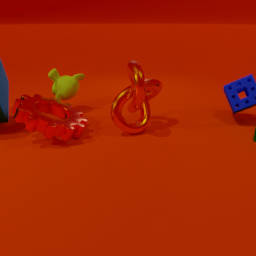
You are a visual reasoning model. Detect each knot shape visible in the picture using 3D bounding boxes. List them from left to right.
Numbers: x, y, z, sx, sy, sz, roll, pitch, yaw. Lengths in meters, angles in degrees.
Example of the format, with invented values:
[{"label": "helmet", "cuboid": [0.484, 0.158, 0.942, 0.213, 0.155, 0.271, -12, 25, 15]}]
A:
[{"label": "knot shape", "cuboid": [0.233, -0.877, 7.047, 0.818, 1.657, 1.770, 16, 48, 23]}]

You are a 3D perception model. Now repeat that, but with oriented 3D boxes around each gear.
[{"label": "gear", "cuboid": [-1.897, -0.300, 6.928, 1.750, 0.324, 1.750, 21, 20, -8]}]

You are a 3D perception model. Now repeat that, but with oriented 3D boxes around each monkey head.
[{"label": "monkey head", "cuboid": [-1.930, -1.312, 8.415, 0.768, 0.917, 1.274, 27, 69, 32]}]

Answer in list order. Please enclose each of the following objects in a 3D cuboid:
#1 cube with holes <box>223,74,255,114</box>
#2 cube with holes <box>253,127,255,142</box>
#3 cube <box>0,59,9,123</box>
[{"label": "cube with holes", "cuboid": [3.141, -0.903, 7.695, 0.761, 0.761, 0.761, -23, -9, 16]}, {"label": "cube with holes", "cuboid": [3.542, -0.082, 6.624, 0.803, 0.803, 0.803, 16, 27, 33]}, {"label": "cube", "cuboid": [-3.797, -0.909, 7.055, 1.293, 1.293, 1.293, -3, -18, -14]}]
